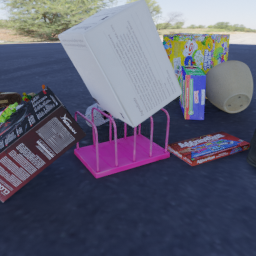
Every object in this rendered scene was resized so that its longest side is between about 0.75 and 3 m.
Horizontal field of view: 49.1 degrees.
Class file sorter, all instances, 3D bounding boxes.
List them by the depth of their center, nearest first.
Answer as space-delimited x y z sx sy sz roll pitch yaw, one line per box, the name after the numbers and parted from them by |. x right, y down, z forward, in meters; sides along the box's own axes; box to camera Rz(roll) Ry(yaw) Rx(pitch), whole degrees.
-0.188 0.143 7.846 2.296 1.440 1.596 -12 25 -28 | file sorter

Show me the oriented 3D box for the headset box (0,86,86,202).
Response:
-2.527 0.335 6.730 2.629 0.986 1.954 -40 31 -7 | headset box

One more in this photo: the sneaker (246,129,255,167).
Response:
3.843 0.361 7.797 0.910 1.088 2.397 9 24 15 | sneaker

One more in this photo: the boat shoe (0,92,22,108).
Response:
-5.906 -1.223 12.330 2.220 0.820 0.821 -2 13 -34 | boat shoe

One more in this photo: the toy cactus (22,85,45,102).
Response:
-4.443 -1.561 13.331 1.278 0.792 1.549 7 29 43 | toy cactus

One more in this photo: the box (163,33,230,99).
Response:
3.402 -3.304 14.471 2.855 2.964 1.808 17 27 37 | box

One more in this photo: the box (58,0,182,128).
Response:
-0.259 -1.561 6.766 1.509 2.310 2.297 -35 28 -12 | box

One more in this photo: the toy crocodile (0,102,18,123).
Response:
-2.927 -0.364 6.761 0.757 0.234 0.256 -39 14 24 | toy crocodile

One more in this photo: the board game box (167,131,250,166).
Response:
2.436 0.563 8.460 2.252 0.219 1.159 -11 23 -27 | board game box

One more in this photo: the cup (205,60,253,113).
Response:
4.300 -1.513 11.704 2.109 2.109 1.508 -1 47 -3 | cup

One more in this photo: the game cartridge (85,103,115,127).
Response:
-0.124 -1.044 10.200 2.971 0.607 1.978 -26 20 3 | game cartridge

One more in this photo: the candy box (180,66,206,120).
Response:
2.625 -1.513 11.545 0.817 1.794 2.122 -1 22 4 | candy box

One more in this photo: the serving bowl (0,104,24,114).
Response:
-3.493 -0.283 9.749 2.574 0.847 2.574 -1 22 0 | serving bowl
